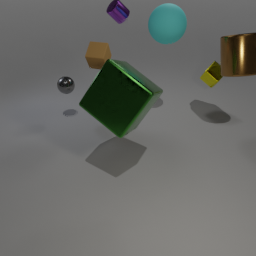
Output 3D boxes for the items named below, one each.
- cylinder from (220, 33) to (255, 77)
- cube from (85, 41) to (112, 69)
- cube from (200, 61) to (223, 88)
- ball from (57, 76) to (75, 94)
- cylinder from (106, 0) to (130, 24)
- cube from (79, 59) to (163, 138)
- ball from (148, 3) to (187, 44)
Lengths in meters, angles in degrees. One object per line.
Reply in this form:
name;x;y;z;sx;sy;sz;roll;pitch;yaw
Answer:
cylinder;4.036;-2.607;9.998;1.400;1.400;1.400;-5;15;1
cube;-1.063;-2.618;10.165;0.700;0.700;0.700;9;67;12
cube;3.639;-2.273;11.957;0.700;0.700;0.700;42;74;5
ball;-2.494;-1.719;11.270;0.700;0.700;0.700;0;29;0
cylinder;-0.406;-4.774;11.478;0.700;0.700;0.700;32;8;-38
cube;-0.134;-0.801;7.332;1.400;1.400;1.400;39;19;7
ball;1.435;-3.784;10.222;1.400;1.400;1.400;0;29;0
